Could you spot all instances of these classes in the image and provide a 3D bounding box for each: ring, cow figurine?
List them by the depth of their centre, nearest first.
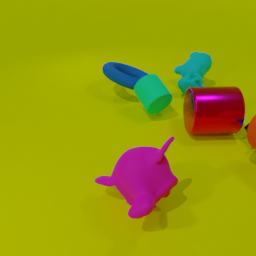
[{"bbox_3d":[0.067,-1.705,9.283,1.906,0.381,1.906,18,23,-8],"label":"ring"},{"bbox_3d":[2.279,-1.844,9.341,1.733,0.951,1.705,-45,23,-6],"label":"cow figurine"}]

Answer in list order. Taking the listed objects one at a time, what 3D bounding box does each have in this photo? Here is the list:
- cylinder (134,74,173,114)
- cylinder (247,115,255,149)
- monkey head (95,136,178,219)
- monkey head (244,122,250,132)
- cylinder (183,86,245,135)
[{"bbox_3d":[0.709,-0.963,7.965,0.826,0.826,0.826,-18,60,-25],"label":"cylinder"},{"bbox_3d":[3.051,0.124,5.721,0.837,0.837,0.837,-18,19,-25],"label":"cylinder"},{"bbox_3d":[0.195,0.914,4.967,1.786,1.076,1.285,-31,0,21],"label":"monkey head"},{"bbox_3d":[3.400,0.001,6.897,1.253,0.901,0.755,7,27,-22],"label":"monkey head"},{"bbox_3d":[2.184,-0.455,7.292,1.240,1.240,1.240,-1,33,-2],"label":"cylinder"}]
